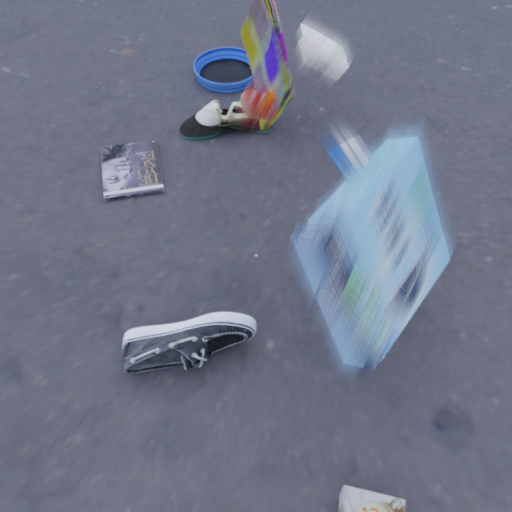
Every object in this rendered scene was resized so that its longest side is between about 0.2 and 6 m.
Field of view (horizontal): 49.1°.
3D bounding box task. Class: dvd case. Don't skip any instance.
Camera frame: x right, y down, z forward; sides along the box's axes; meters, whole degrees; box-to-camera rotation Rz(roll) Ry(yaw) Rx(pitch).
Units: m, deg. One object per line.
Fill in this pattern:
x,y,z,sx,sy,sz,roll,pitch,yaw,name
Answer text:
-2.666,-1.857,11.984,1.234,0.132,1.659,-9,51,-8,dvd case

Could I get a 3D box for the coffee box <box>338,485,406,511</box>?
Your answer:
1.379,3.795,7.059,0.836,0.583,1.463,11,52,9,coffee box

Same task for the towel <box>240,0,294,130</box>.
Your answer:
0.175,-4.112,11.753,0.283,1.786,2.487,-8,81,-19,towel

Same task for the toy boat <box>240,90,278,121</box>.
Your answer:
0.122,-2.728,9.942,0.787,0.514,0.514,-5,78,-39,toy boat

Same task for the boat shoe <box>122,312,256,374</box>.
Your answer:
-1.044,1.446,8.876,2.174,0.780,0.737,-7,51,-3,boat shoe

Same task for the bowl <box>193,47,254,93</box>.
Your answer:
-0.743,-4.698,14.184,1.673,0.328,1.673,0,50,0,bowl

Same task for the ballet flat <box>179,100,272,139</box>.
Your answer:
-0.680,-3.168,12.660,2.171,0.742,0.738,-8,53,-6,ballet flat

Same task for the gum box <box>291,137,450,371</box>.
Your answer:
1.784,-0.089,8.031,0.583,2.224,2.618,5,39,43,gum box

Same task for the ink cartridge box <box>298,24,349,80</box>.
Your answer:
1.329,-4.293,11.812,1.218,0.410,0.713,15,52,-34,ink cartridge box

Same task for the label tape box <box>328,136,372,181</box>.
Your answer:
1.704,-1.615,9.237,0.920,0.291,0.664,-32,89,-40,label tape box
